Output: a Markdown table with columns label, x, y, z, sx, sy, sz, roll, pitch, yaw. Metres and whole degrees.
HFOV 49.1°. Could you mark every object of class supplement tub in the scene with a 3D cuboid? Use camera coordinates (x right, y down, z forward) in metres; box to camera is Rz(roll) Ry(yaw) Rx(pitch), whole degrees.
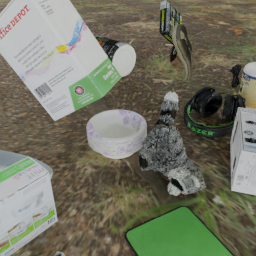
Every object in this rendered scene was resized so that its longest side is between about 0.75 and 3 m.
| label | x | y | z | sx | sy | sz | roll | pitch | yaw |
| --- | --- | --- | --- | --- | --- | --- | --- | --- | --- |
| supplement tub | 4.443 | -1.227 | 9.518 | 1.270 | 1.759 | 1.270 | 0 | 31 | 0 |
| supplement tub | -0.983 | -3.472 | 13.345 | 1.553 | 1.553 | 2.534 | -25 | 40 | -34 |

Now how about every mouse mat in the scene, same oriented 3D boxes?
| label | x | y | z | sx | sy | sz | roll | pitch | yaw |
| --- | --- | --- | --- | --- | --- | --- | --- | --- | --- |
| mouse mat | 1.078 | 2.408 | 5.282 | 1.649 | 0.077 | 2.049 | -16 | 36 | -24 |

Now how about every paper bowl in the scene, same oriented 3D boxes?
| label | x | y | z | sx | sy | sz | roll | pitch | yaw |
| --- | --- | --- | --- | --- | --- | --- | --- | --- | --- |
| paper bowl | -0.312 | 0.228 | 8.005 | 1.692 | 0.880 | 1.692 | 0 | 32 | 0 |

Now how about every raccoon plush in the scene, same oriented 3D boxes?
| label | x | y | z | sx | sy | sz | roll | pitch | yaw |
| --- | --- | --- | --- | --- | --- | --- | --- | --- | --- |
| raccoon plush | 1.272 | 0.410 | 6.674 | 1.608 | 2.399 | 1.161 | 17 | 8 | 26 |

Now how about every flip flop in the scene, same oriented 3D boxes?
| label | x | y | z | sx | sy | sz | roll | pitch | yaw |
| --- | --- | --- | --- | --- | --- | --- | --- | --- | --- |
| flip flop | 1.567 | -2.266 | 8.611 | 0.669 | 2.323 | 0.942 | -2 | 71 | 21 |

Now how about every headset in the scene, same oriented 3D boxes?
| label | x | y | z | sx | sy | sz | roll | pitch | yaw |
| --- | --- | --- | --- | --- | --- | --- | --- | --- | --- |
| headset | 3.093 | -0.928 | 9.395 | 1.832 | 1.394 | 2.967 | 23 | 50 | 31 |

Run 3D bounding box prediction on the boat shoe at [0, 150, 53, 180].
| label | x | y | z | sx | sy | sz | roll | pitch | yaw |
| --- | --- | --- | --- | --- | --- | --- | --- | --- | --- |
| boat shoe | -3.253 | 1.237 | 6.255 | 3.012 | 1.284 | 1.113 | 13 | 13 | -40 |

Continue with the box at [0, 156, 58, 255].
| label | x | y | z | sx | sy | sz | roll | pitch | yaw |
| --- | --- | --- | --- | --- | --- | --- | --- | --- | --- |
| box | -2.264 | 1.586 | 5.313 | 0.777 | 1.417 | 1.606 | 26 | 41 | 35 |

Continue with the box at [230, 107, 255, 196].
| label | x | y | z | sx | sy | sz | roll | pitch | yaw |
| --- | --- | --- | --- | --- | --- | --- | --- | --- | --- |
| box | 3.078 | 0.505 | 7.211 | 0.652 | 1.264 | 2.167 | 9 | 32 | 14 |

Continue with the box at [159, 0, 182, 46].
| label | x | y | z | sx | sy | sz | roll | pitch | yaw |
| --- | --- | --- | --- | --- | --- | --- | --- | --- | --- |
| box | 1.363 | -3.275 | 8.826 | 0.259 | 1.089 | 1.052 | -4 | -13 | 34 |

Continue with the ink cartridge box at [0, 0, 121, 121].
| label | x | y | z | sx | sy | sz | roll | pitch | yaw |
| --- | --- | --- | --- | --- | --- | --- | --- | --- | --- |
| ink cartridge box | -1.613 | -1.591 | 6.184 | 1.766 | 2.439 | 1.024 | -20 | 23 | 39 |

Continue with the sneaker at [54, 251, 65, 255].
| label | x | y | z | sx | sy | sz | roll | pitch | yaw |
| --- | --- | --- | --- | --- | --- | --- | --- | --- | --- |
| sneaker | -1.473 | 2.496 | 4.751 | 0.385 | 0.468 | 1.017 | 21 | 38 | 31 |
